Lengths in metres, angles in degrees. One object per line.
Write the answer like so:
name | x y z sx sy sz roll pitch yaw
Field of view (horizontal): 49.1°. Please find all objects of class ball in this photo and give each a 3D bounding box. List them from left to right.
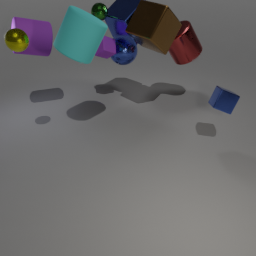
ball | -3.384 -2.675 8.538 0.700 0.700 0.700 0 31 0
ball | -1.170 -4.772 11.510 0.700 0.700 0.700 0 31 0
ball | -0.236 -3.758 13.558 1.400 1.400 1.400 0 31 0

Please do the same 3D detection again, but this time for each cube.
cube | -1.030 -3.627 12.607 0.700 0.700 0.700 4 -12 -41
cube | 0.027 -4.721 12.257 1.400 1.400 1.400 29 73 33
cube | 1.030 -4.009 11.202 1.400 1.400 1.400 32 6 35
cube | 3.380 -0.998 9.908 0.700 0.700 0.700 20 19 -7

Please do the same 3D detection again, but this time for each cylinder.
cylinder | -3.935 -3.698 11.433 1.400 1.400 1.400 -2 28 -29
cylinder | -1.601 -3.122 9.445 1.400 1.400 1.400 26 23 -12
cylinder | 2.437 -3.829 12.621 1.400 1.400 1.400 -25 38 21
